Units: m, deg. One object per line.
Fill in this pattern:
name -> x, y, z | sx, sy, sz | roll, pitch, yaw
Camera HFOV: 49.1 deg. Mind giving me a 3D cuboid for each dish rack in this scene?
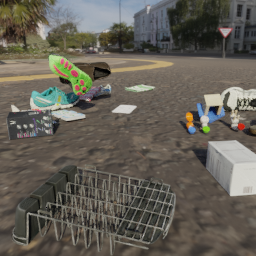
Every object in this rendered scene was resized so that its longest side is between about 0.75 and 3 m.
dish rack -> -0.470, 1.369, 4.866 | 2.500, 0.682, 1.918 | 7, 20, 16

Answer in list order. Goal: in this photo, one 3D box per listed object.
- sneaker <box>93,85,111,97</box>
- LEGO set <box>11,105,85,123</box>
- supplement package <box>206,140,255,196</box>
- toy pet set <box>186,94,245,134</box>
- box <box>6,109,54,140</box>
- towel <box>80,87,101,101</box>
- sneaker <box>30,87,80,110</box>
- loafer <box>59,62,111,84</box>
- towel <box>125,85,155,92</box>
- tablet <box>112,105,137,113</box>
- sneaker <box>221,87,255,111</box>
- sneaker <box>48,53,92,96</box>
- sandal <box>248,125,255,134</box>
sneaker -> -1.674, -2.083, 15.716 | 1.675, 0.607, 0.602 | -19, 26, -38
LEGO set -> -3.328, -0.578, 11.022 | 2.680, 0.658, 2.002 | -12, 18, -34
supplement package -> 2.370, 0.847, 6.291 | 0.755, 0.727, 1.328 | -2, 18, -6
toy pet set -> 2.986, -0.294, 10.219 | 1.884, 1.001, 1.759 | -3, 52, 2
box -> -3.252, -0.149, 9.396 | 1.407, 0.746, 0.860 | -6, 18, -16
towel -> -2.200, -1.844, 15.082 | 1.065, 0.218, 1.456 | 5, 34, 21
sneaker -> -3.269, -1.403, 12.904 | 0.993, 1.020, 2.562 | 15, 22, 38
loafer -> -1.766, -2.388, 12.053 | 2.399, 0.876, 0.856 | -19, 31, -25
towel -> 0.756, -2.527, 17.814 | 1.594, 0.186, 1.216 | -15, 24, -39
tablet -> -0.150, -0.873, 12.780 | 0.834, 0.087, 1.281 | 5, 18, 15
sneaker -> 5.314, -1.242, 12.360 | 2.776, 1.050, 1.217 | -9, 20, -25
sneaker -> -2.087, -2.012, 10.323 | 0.869, 2.265, 0.949 | -39, 54, 1
sandal -> 5.356, -0.380, 9.321 | 2.845, 0.777, 1.162 | -16, 5, 3
